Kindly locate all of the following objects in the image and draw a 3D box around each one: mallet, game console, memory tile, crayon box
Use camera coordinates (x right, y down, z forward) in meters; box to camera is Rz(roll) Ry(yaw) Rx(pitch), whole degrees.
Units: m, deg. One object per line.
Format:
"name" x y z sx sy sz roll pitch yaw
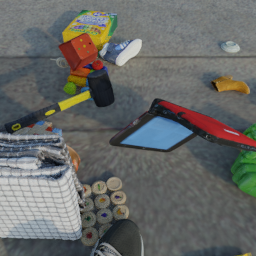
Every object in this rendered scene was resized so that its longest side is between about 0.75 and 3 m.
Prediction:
"mallet" -1.680 -0.709 7.089 2.923 0.963 0.602 -21 28 -26
"game console" 1.304 0.378 6.329 2.547 1.512 2.195 11 20 -47
"memory tile" -0.612 1.984 6.895 1.241 0.136 1.619 -9 48 -9
"crayon box" -1.661 -4.198 12.238 1.714 0.703 2.727 11 49 10

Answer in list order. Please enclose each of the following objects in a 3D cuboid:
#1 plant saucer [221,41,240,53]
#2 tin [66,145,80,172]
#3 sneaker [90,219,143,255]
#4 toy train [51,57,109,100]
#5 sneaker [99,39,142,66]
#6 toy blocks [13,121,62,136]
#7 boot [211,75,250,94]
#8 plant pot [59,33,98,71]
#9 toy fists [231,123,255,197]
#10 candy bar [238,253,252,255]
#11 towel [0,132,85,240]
"plant saucer" 4.376 -3.500 11.939 0.789 0.198 0.789 0 47 0
"tin" -2.531 0.809 7.116 2.600 1.456 0.544 6 55 6
"sneaker" -0.447 2.789 5.023 1.121 1.726 2.989 20 51 12
"toy train" -1.944 -1.764 9.933 2.267 0.959 1.311 12 62 11
"sneaker" -0.367 -3.286 11.391 1.254 0.690 1.713 31 59 20
"toy blocks" -2.616 0.240 8.168 1.690 0.845 1.155 11 36 12
"boot" 3.588 -1.432 9.927 0.862 0.424 1.205 -24 48 -14
"plant pot" -1.549 -2.591 9.260 0.985 0.984 0.868 -35 14 -22
"toy fists" 3.616 0.763 7.535 1.305 0.880 2.559 20 51 18
"candy bar" 2.040 2.938 6.004 1.372 0.152 0.342 -5 47 -5
"towel" -2.444 1.210 5.968 2.987 2.473 1.278 0 44 4
